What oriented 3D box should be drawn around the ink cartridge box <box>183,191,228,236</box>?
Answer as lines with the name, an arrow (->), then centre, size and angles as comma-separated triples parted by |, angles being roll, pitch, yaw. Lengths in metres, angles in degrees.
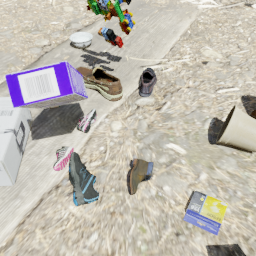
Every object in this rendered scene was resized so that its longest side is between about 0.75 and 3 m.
ink cartridge box -> 1.987, 2.127, 7.138 | 0.896, 0.213, 0.907 | 20, 45, 20

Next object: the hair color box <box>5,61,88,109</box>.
hair color box -> -1.905, -1.008, 7.171 | 1.376, 0.816, 2.517 | -13, 2, -1

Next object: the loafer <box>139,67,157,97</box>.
loafer -> 0.830, -1.994, 11.287 | 0.668, 0.586, 1.859 | 6, 43, 7

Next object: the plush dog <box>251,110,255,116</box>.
plush dog -> 5.442, -0.519, 9.272 | 1.935, 1.808, 2.253 | 11, 72, -9

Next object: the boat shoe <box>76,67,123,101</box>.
boat shoe -> -1.168, -2.028, 11.057 | 2.557, 0.946, 0.944 | 30, 50, 28

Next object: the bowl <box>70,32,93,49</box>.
bowl -> -2.278, -4.267, 13.803 | 1.121, 0.504, 1.121 | 0, 43, 0

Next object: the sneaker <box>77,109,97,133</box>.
sneaker -> -1.424, -0.306, 9.602 | 0.459, 0.427, 1.063 | 12, 43, 14

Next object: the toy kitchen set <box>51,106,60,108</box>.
toy kitchen set -> -2.665, -1.431, 10.413 | 0.700, 0.951, 1.188 | -11, 44, -11

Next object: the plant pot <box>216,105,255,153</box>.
plant pot -> 3.583, 0.117, 8.651 | 1.198, 1.309, 1.309 | 25, 48, 11

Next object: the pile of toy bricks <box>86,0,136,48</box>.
pile of toy bricks -> -0.856, -4.161, 9.668 | 1.432, 2.901, 1.610 | 25, 77, 23

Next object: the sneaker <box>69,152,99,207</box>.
sneaker -> -1.257, 1.372, 7.743 | 0.682, 0.609, 1.665 | -5, 51, -19

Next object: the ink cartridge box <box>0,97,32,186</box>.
ink cartridge box -> -4.218, 0.349, 8.328 | 2.025, 1.163, 2.788 | -2, 43, -2

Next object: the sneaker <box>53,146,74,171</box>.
sneaker -> -2.011, 0.881, 8.368 | 0.436, 0.368, 0.997 | 12, 40, 14

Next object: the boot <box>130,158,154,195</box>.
boot -> 0.390, 1.331, 7.797 | 0.611, 0.471, 1.262 | 3, 41, 6
